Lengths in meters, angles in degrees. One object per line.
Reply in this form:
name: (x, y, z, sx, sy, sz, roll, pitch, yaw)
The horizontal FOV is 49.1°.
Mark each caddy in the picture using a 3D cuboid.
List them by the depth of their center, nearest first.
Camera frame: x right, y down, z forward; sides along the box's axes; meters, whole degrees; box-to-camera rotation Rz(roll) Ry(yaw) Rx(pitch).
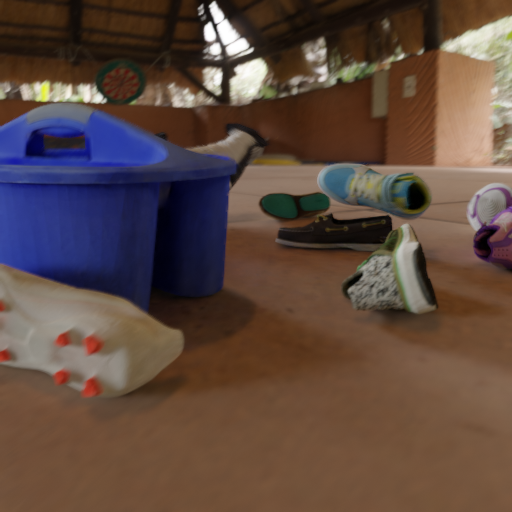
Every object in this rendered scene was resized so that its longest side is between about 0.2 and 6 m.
caddy: (-2.329, -0.706, 6.971, 4.392, 2.305, 3.105, 8, 14, 31)

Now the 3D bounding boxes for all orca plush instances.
orca plush: (-1.754, -1.924, 14.018, 2.444, 1.651, 4.645, 37, 50, -6)

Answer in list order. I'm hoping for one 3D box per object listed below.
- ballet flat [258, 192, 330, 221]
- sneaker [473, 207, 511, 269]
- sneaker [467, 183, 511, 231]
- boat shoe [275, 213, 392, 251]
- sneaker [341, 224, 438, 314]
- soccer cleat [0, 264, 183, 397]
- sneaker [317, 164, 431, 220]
ballet flat: (0.884, -1.180, 14.071, 2.165, 0.763, 0.707, -4, -14, -31)
sneaker: (3.899, -0.276, 8.885, 0.970, 0.883, 2.194, -5, 11, 12)
sneaker: (5.596, -0.715, 11.179, 1.501, 1.128, 3.014, 18, 0, -28)
boat shoe: (1.397, -0.461, 10.155, 2.098, 0.632, 0.748, 2, 11, 10)
sneaker: (1.523, 0.178, 6.840, 1.032, 0.896, 2.329, -15, 3, 13)
soccer cleat: (-1.700, 0.590, 4.790, 2.360, 0.818, 0.915, 15, 13, 31)
sneaker: (2.062, -1.195, 9.614, 2.021, 0.804, 1.319, 14, 1, 4)
